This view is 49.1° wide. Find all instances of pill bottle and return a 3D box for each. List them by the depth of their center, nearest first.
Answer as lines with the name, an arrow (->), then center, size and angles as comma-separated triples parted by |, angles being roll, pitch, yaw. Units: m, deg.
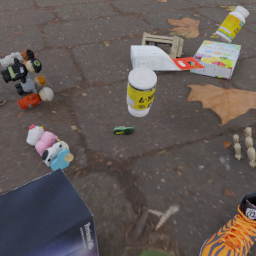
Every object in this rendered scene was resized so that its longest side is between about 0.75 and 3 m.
pill bottle -> 3.067, -3.036, 8.209 | 0.532, 0.943, 0.532 | 32, 16, -11
pill bottle -> 0.390, -1.059, 8.648 | 0.840, 1.470, 0.840 | 2, 55, -2

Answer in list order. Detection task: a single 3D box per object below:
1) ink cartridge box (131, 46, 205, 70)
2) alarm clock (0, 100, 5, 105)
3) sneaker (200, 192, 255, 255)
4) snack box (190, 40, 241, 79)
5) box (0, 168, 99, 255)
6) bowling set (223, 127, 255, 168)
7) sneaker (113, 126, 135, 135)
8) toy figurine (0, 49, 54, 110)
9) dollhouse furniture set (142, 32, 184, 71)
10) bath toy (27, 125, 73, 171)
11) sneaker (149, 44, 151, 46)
ink cartridge box -> 1.387, -2.639, 10.389 | 2.512, 0.594, 2.011 | -2, 25, -1
alarm clock -> -6.226, -1.169, 12.341 | 1.706, 0.568, 1.151 | 4, 39, 8
sneaker -> 2.761, 2.526, 7.032 | 1.050, 1.516, 2.706 | 31, 48, 32
snack box -> 4.855, -3.839, 15.433 | 2.117, 0.788, 2.976 | 17, 42, 19
box -> -2.090, 2.704, 5.896 | 2.642, 2.664, 1.641 | -25, 44, -27
bowling set -> 4.002, 0.697, 10.065 | 1.024, 0.790, 1.471 | -5, 37, 24
sneaker -> -0.149, 0.046, 11.030 | 0.855, 0.334, 0.364 | -1, 39, 0
toy figurine -> -4.377, -2.199, 12.279 | 1.581, 2.272, 2.237 | -24, 39, -9
dollhouse furniture set -> 1.904, -4.178, 15.500 | 1.758, 1.748, 2.494 | 12, 17, 16
bath toy -> -2.868, 0.560, 10.013 | 0.979, 0.832, 2.252 | -30, 47, -32
sneaker -> 0.993, -4.697, 16.756 | 0.448, 0.467, 1.189 | 25, 45, 29
